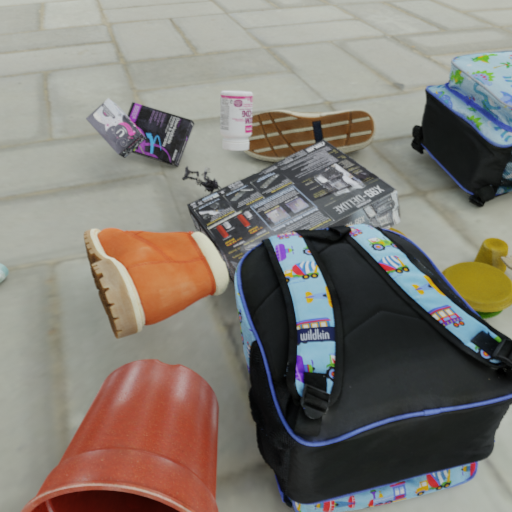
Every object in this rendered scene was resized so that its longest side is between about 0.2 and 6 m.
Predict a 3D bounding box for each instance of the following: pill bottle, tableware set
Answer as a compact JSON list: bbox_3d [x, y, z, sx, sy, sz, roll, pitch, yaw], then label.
[{"bbox_3d":[-0.286,-1.940,8.038,0.458,0.807,0.458,2,19,-1],"label":"pill bottle"},{"bbox_3d":[2.534,0.329,9.348,3.751,0.576,2.527,-7,38,-6],"label":"tableware set"}]

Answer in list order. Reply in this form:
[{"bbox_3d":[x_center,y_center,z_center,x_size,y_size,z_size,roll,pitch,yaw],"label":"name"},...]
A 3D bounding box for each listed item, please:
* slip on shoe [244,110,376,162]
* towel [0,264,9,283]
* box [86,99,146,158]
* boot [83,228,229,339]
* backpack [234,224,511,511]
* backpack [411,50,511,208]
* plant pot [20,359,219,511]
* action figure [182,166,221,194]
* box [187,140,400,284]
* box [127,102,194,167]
[{"bbox_3d":[1.121,-2.764,12.869,3.147,1.197,0.953,-7,-1,5],"label":"slip on shoe"},{"bbox_3d":[-5.164,0.500,9.235,1.611,0.388,1.379,11,43,13],"label":"towel"},{"bbox_3d":[-2.917,-2.664,11.717,0.670,1.014,0.582,-42,3,2],"label":"box"},{"bbox_3d":[-1.518,0.149,8.109,1.714,1.199,3.196,-20,21,-19],"label":"boot"},{"bbox_3d":[1.175,1.119,7.005,2.956,2.178,3.238,-10,41,-12],"label":"backpack"},{"bbox_3d":[5.476,-2.870,11.810,3.232,2.375,2.958,-10,44,-18],"label":"backpack"},{"bbox_3d":[-1.222,2.276,5.990,1.969,1.969,1.915,2,31,3],"label":"plant pot"},{"bbox_3d":[-1.041,-1.551,11.278,0.838,0.498,0.428,23,57,2],"label":"action figure"},{"bbox_3d":[0.590,-0.752,9.766,2.987,0.743,2.356,-27,40,-11],"label":"box"},{"bbox_3d":[-2.278,-2.745,12.651,1.516,0.274,1.083,18,86,9],"label":"box"}]
